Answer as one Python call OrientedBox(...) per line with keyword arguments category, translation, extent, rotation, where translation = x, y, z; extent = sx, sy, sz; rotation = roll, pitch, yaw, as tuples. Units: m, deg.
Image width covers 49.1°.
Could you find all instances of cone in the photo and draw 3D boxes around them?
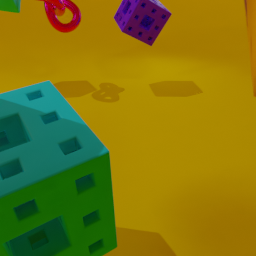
OrientedBox(category="cone", translation=(1.580, -0.947, 2.916), extent=(1.320, 1.325, 1.320), rotation=(13, 21, -5))

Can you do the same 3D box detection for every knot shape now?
OrientedBox(category="knot shape", translation=(-2.004, -3.436, 7.571), extent=(0.718, 1.554, 1.454), rotation=(-34, 51, 21))

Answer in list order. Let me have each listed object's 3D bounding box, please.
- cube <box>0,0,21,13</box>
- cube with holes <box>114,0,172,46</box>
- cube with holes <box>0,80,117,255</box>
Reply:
OrientedBox(category="cube", translation=(-3.487, -3.840, 7.493), extent=(1.026, 1.026, 1.026), rotation=(4, -1, -10))
OrientedBox(category="cube with holes", translation=(0.383, -3.190, 7.966), extent=(1.033, 1.033, 1.033), rotation=(16, 34, -31))
OrientedBox(category="cube with holes", translation=(-1.042, 0.585, 2.667), extent=(1.345, 1.345, 1.345), rotation=(-22, 42, -24))
